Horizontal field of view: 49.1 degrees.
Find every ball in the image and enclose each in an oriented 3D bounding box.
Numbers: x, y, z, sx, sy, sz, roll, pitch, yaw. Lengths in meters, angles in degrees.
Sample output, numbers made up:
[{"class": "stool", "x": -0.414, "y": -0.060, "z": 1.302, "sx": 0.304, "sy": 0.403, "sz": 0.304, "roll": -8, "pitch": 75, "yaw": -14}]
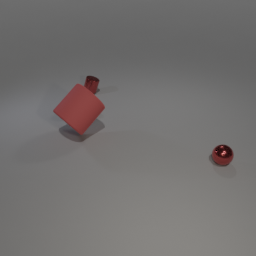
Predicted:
[{"class": "ball", "x": 3.185, "y": 0.899, "z": 9.416, "sx": 0.700, "sy": 0.700, "sz": 0.700, "roll": 0, "pitch": 31, "yaw": 0}]

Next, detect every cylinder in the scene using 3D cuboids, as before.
[{"class": "cylinder", "x": -1.887, "y": -2.235, "z": 14.412, "sx": 0.700, "sy": 0.700, "sz": 0.700, "roll": 17, "pitch": 27, "yaw": -9}, {"class": "cylinder", "x": -1.824, "y": -0.700, "z": 10.530, "sx": 1.400, "sy": 1.400, "sz": 1.400, "roll": -50, "pitch": 47, "yaw": -8}]
